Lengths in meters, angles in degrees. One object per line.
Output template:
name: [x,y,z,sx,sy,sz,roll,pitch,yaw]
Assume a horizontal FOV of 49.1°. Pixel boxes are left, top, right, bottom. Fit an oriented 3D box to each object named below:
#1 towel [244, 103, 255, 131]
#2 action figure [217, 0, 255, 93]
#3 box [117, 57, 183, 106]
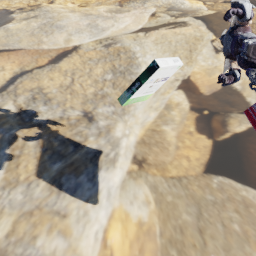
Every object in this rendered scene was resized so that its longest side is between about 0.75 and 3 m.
towel: [3.684,-0.461,5.203,2.593,0.292,1.875,-40,37,25]
action figure: [2.280,-1.561,5.524,0.951,1.785,2.743,-9,28,4]
box: [0.349,-0.740,4.499,0.710,0.983,0.179,-20,71,-49]
